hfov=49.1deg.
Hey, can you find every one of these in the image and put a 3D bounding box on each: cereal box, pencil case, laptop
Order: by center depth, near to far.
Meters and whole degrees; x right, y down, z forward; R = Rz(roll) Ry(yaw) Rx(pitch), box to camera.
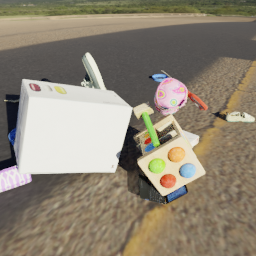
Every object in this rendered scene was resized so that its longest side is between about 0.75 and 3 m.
[{"bbox_3d":[0.931,1.536,7.755,1.156,0.597,1.025,16,25,-9],"label":"laptop"},{"bbox_3d":[-3.518,1.442,7.923,1.540,0.658,0.646,-18,36,-29],"label":"pencil case"},{"bbox_3d":[1.206,-0.836,8.154,0.900,0.900,2.059,2,-2,4],"label":"pencil case"},{"bbox_3d":[1.591,0.509,10.053,1.211,0.333,1.683,23,35,37],"label":"cereal box"}]

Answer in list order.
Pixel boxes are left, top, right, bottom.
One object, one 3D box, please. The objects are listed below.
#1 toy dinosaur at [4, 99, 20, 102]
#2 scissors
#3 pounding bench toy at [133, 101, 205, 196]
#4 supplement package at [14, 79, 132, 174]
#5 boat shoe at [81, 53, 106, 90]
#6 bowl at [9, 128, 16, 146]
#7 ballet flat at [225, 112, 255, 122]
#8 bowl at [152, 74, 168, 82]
[{"bbox_3d":[-4.878,-1.686,14.097,1.053,0.567,2.389,1,24,35],"label":"toy dinosaur"},{"bbox_3d":[1.587,-1.129,7.988,1.759,0.123,0.643,47,2,7],"label":"scissors"},{"bbox_3d":[0.890,0.465,7.717,1.344,2.164,1.688,-32,23,12],"label":"pounding bench toy"},{"bbox_3d":[-1.675,0.000,8.270,2.862,2.229,1.587,4,24,-28],"label":"supplement package"},{"bbox_3d":[-1.302,-1.554,10.436,0.788,2.552,0.929,-17,43,3],"label":"boat shoe"},{"bbox_3d":[-3.630,0.299,10.505,1.552,0.305,1.552,0,27,0],"label":"bowl"},{"bbox_3d":[4.800,-0.474,11.891,1.279,0.399,0.431,-1,27,-3],"label":"ballet flat"},{"bbox_3d":[1.985,-3.051,17.083,0.994,0.195,0.994,0,28,0],"label":"bowl"}]
